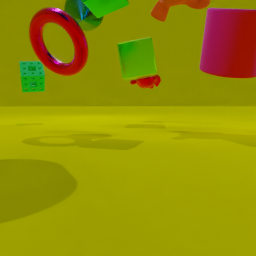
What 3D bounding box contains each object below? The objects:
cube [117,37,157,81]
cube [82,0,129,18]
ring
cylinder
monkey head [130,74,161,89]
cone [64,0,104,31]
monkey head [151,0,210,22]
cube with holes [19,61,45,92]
[{"bbox_3d":[0.317,-2.244,9.307,1.122,1.122,1.122,-9,5,5],"label":"cube"},{"bbox_3d":[-0.547,-3.037,6.023,0.814,0.814,0.814,-16,-8,16],"label":"cube"},{"bbox_3d":[-1.468,-1.770,5.891,1.448,1.448,0.290,3,35,30],"label":"ring"},{"bbox_3d":[2.216,-1.798,5.847,1.265,1.265,1.265,2,24,-1],"label":"cylinder"},{"bbox_3d":[0.788,-2.091,11.200,0.884,1.055,1.467,15,-19,-38],"label":"monkey head"},{"bbox_3d":[-1.058,-2.674,6.639,0.994,0.994,0.998,0,33,-5],"label":"cone"},{"bbox_3d":[1.176,-3.618,7.602,1.928,1.387,1.162,23,16,-15],"label":"monkey head"},{"bbox_3d":[-3.371,-1.808,9.866,0.763,0.763,0.763,-6,-36,-21],"label":"cube with holes"}]
